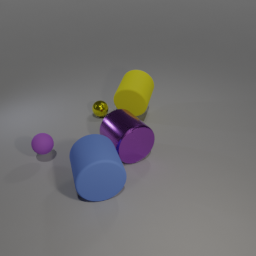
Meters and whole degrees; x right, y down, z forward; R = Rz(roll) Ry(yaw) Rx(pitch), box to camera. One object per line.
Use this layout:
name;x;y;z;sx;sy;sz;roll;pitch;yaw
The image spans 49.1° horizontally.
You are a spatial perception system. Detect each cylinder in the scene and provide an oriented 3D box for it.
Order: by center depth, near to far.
cylinder;-0.892;1.104;8.001;1.400;1.400;1.400;-9;32;-14
cylinder;-0.049;0.252;9.434;1.400;1.400;1.400;-16;34;-25
cylinder;0.263;-1.448;11.575;1.400;1.400;1.400;8;46;14

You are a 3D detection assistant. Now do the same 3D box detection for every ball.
ball;-2.752;0.507;9.031;0.700;0.700;0.700;0;31;0
ball;-1.179;-0.825;11.927;0.700;0.700;0.700;0;31;0
